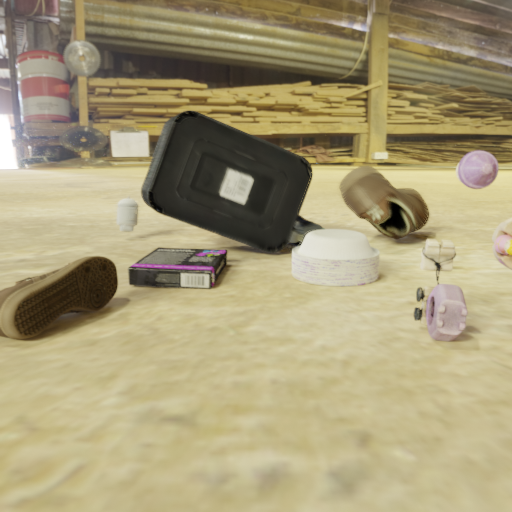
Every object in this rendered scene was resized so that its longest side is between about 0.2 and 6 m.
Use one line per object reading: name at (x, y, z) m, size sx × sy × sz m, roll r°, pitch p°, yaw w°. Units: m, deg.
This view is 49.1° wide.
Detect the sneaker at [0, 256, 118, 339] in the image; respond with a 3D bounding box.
sneaker at (-2.356, 0.386, 6.401) m, size 0.729 × 0.679 × 1.929 m, roll 4°, pitch 12°, yaw 20°

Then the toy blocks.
toy blocks at (2.753, -0.033, 5.009) m, size 2.196 × 2.052 × 1.849 m, roll 4°, pitch 7°, yaw 6°

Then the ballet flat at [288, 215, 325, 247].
ballet flat at (0.709, -0.485, 10.865) m, size 0.683 × 0.683 × 1.870 m, roll -5°, pitch 14°, yaw -21°

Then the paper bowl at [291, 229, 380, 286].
paper bowl at (1.185, -0.009, 8.378) m, size 1.305 × 0.679 × 1.305 m, roll 1°, pitch 12°, yaw 0°

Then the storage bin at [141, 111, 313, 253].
storage bin at (-0.549, -1.296, 10.038) m, size 2.634 × 1.780 × 1.235 m, roll 19°, pitch 3°, yaw -18°

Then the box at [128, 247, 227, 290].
box at (-1.123, 0.156, 8.508) m, size 1.180 × 0.298 × 1.651 m, roll 3°, pitch 13°, yaw 5°

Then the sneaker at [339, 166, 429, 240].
sneaker at (2.753, -0.753, 11.260) m, size 1.108 × 1.188 × 3.145 m, roll -41°, pitch -33°, yaw 26°

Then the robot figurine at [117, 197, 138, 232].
robot figurine at (-2.670, -0.870, 11.624) m, size 0.414 × 0.733 × 0.622 m, roll 3°, pitch 0°, yaw -32°
